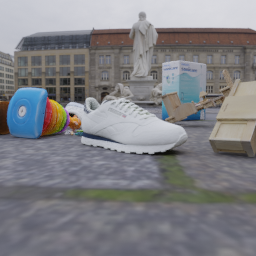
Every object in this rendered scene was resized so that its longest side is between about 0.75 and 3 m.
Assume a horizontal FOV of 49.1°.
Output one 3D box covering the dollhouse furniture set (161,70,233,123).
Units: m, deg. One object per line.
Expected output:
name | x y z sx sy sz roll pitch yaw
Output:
dollhouse furniture set | 2.525 -1.181 10.846 1.461 1.248 2.820 -18 -5 -43

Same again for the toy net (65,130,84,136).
toy net | -1.466 0.123 7.923 0.780 0.151 0.409 3 6 35

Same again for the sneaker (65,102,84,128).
sneaker | -1.331 -0.279 9.840 2.180 0.796 0.772 12 48 19

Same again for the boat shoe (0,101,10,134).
boat shoe | -3.990 -0.262 7.501 0.977 0.978 2.777 4 6 12

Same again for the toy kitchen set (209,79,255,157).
toy kitchen set | 2.674 0.124 5.221 1.441 1.594 1.766 1 44 42

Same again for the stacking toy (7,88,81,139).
stacking toy | -2.147 -0.286 8.084 1.246 1.317 2.270 5 -4 31

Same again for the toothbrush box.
toothbrush box | 2.958 -1.901 14.709 2.183 2.982 1.272 -5 8 -38

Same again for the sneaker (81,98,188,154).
sneaker | -0.018 -0.089 5.562 2.513 1.011 0.960 6 6 36
